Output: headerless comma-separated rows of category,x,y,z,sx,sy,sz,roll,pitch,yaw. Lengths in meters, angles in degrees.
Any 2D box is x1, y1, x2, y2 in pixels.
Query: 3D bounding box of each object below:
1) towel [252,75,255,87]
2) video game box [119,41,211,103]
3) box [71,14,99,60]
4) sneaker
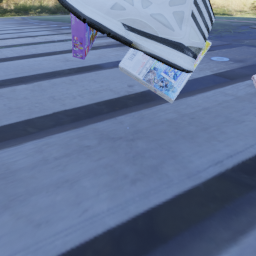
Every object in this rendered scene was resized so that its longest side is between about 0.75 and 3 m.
towel,3.773,-0.799,6.576,1.356,0.219,1.295,-8,65,-7
video game box,0.997,-1.922,7.582,1.743,1.914,0.448,34,-7,9
box,-1.315,-3.611,8.947,0.463,2.370,1.621,17,55,2
sneaker,0.225,-1.917,4.241,2.389,1.374,0.902,22,13,-14
